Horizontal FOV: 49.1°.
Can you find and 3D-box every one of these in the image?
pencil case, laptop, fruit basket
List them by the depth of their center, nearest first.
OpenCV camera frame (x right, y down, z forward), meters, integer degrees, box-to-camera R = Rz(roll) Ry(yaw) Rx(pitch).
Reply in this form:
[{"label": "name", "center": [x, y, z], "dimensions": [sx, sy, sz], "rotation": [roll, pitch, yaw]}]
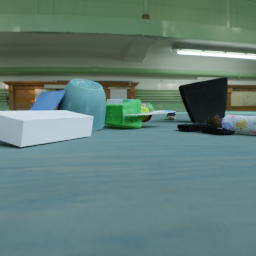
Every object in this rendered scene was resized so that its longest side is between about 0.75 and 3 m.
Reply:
[{"label": "pencil case", "center": [3.676, -0.098, 8.666], "dimensions": [0.667, 0.611, 1.471], "rotation": [0, 3, -39]}, {"label": "laptop", "center": [-3.647, -0.566, 9.376], "dimensions": [2.473, 1.433, 2.315], "rotation": [-4, 5, -38]}, {"label": "fruit basket", "center": [0.250, -0.700, 11.388], "dimensions": [2.560, 1.200, 2.371], "rotation": [-15, 13, -41]}]

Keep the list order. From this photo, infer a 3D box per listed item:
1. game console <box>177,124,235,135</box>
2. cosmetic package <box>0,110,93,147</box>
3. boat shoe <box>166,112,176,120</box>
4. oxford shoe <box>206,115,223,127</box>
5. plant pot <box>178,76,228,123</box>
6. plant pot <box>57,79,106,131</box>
[{"label": "game console", "center": [2.682, 0.027, 9.336], "dimensions": [1.237, 0.253, 2.098], "rotation": [-2, 6, -24]}, {"label": "cosmetic package", "center": [-2.046, -0.049, 7.113], "dimensions": [1.057, 0.648, 2.561], "rotation": [11, 9, 27]}, {"label": "boat shoe", "center": [2.757, -0.806, 17.921], "dimensions": [0.630, 0.525, 1.688], "rotation": [3, 6, 10]}, {"label": "oxford shoe", "center": [3.717, -0.277, 11.541], "dimensions": [0.440, 0.511, 1.210], "rotation": [-1, 6, -35]}, {"label": "plant pot", "center": [4.006, -1.427, 14.825], "dimensions": [2.313, 2.052, 2.308], "rotation": [-9, 4, 8]}, {"label": "plant pot", "center": [-1.611, -0.917, 10.063], "dimensions": [1.800, 1.444, 1.800], "rotation": [11, 23, -5]}]
